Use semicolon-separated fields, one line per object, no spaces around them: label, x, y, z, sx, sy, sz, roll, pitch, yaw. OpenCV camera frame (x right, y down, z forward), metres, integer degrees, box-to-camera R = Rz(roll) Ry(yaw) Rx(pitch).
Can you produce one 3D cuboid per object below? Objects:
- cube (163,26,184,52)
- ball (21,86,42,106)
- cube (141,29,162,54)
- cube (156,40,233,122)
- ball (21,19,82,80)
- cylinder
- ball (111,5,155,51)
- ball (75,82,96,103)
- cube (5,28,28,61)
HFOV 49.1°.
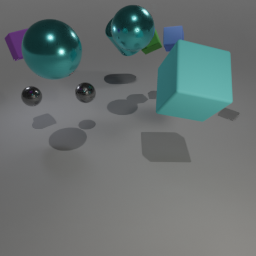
cube;1.761;-3.413;10.762;0.700;0.700;0.700;0;-7;17
ball;-3.345;-1.099;9.738;0.700;0.700;0.700;0;31;0
cube;0.773;-3.240;10.335;0.700;0.700;0.700;-21;-4;16
cube;1.613;-1.124;7.086;1.400;1.400;1.400;9;70;-12
ball;-1.807;-1.864;6.715;1.400;1.400;1.400;0;31;0
cylinder;-0.114;-4.318;13.016;1.400;1.400;1.400;-15;59;26
ball;0.156;-3.179;8.966;1.400;1.400;1.400;0;31;0
ball;-1.446;-1.198;9.531;0.700;0.700;0.700;0;31;0
cube;-3.036;-2.410;8.104;0.700;0.700;0.700;-27;18;-28
